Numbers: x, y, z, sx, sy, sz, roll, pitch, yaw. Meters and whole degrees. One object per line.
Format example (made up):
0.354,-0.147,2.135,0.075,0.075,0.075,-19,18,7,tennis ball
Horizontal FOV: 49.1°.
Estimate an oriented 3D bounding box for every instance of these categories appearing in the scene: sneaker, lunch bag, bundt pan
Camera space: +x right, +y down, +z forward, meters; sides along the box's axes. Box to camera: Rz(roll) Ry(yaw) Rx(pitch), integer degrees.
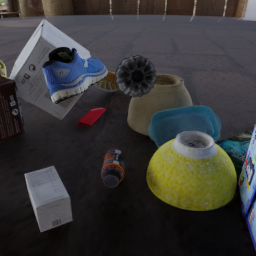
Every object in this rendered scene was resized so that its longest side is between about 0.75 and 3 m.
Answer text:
-1.232,-1.477,6.725,0.969,1.100,2.467,-18,17,18,sneaker
3.089,1.161,5.831,1.263,2.021,2.685,0,28,1,lunch bag
-0.557,-2.356,13.949,2.567,0.971,1.125,2,17,-14,sneaker
0.245,-1.449,7.874,1.218,1.218,0.457,-2,10,-4,bundt pan

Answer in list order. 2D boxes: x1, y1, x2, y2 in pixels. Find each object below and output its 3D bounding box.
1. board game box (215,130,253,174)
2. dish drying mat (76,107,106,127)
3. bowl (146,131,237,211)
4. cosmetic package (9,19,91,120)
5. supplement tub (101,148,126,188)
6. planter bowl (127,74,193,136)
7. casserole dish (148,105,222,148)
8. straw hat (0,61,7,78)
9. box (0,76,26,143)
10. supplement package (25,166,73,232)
3.972,0.979,7.952,1.878,0.391,2.777,-17,32,-28,board game box
-1.415,-0.472,10.993,0.591,0.140,1.540,10,29,16,dish drying mat
1.676,0.840,7.278,2.371,1.276,2.371,0,27,0,bowl
-2.971,-2.356,11.038,2.350,2.348,2.849,32,19,-29,cosmetic package
-0.384,1.078,7.524,0.616,0.616,1.152,1,28,3,supplement tub
1.240,-1.005,10.352,2.524,1.699,2.524,1,27,0,planter bowl
1.795,0.045,8.979,2.335,0.453,1.414,-9,65,-3,casserole dish
-5.944,-2.439,12.276,2.653,1.123,2.653,12,25,-6,straw hat
-5.076,-0.663,9.372,2.387,1.980,1.960,20,34,33,box
-1.847,1.577,6.453,0.741,0.713,1.302,-14,31,-24,supplement package
